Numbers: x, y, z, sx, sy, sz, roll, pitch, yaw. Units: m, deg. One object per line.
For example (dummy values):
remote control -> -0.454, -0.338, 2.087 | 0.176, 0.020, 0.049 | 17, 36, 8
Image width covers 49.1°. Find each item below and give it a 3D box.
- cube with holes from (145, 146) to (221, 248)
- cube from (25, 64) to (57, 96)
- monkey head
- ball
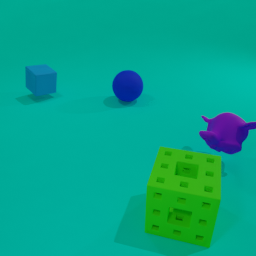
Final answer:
cube with holes -> 0.991, 1.185, 5.021 | 1.128, 1.128, 1.128 | 9, 32, 14
cube -> -2.990, -1.659, 9.635 | 0.784, 0.784, 0.784 | -18, 42, -39
monkey head -> 2.111, 0.036, 6.284 | 1.096, 0.918, 1.523 | 26, -9, -38
ball -> -0.007, -1.417, 9.438 | 1.057, 1.057, 1.057 | 0, 31, 0
